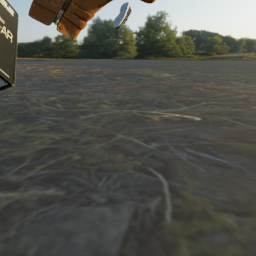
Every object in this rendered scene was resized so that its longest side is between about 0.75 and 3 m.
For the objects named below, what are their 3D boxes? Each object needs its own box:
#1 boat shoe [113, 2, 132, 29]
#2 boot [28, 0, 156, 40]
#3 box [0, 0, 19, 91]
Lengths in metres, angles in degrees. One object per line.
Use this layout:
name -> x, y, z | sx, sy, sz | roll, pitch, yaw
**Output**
boat shoe -> -0.192, -4.423, 11.207 | 0.510, 0.416, 1.379 | -2, 57, 32
boot -> -0.702, -2.648, 5.796 | 2.407, 1.862, 0.887 | 23, 23, -19
box -> -3.358, -2.403, 5.456 | 0.637, 2.343, 2.924 | -16, -29, 12
